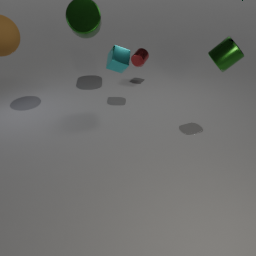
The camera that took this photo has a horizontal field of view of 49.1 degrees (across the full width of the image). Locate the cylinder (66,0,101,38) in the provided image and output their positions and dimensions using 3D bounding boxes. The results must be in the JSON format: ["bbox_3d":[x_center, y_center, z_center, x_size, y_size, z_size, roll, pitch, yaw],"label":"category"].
[{"bbox_3d":[-1.843,-4.607,11.850,1.400,1.400,1.400,-2,10,-4],"label":"cylinder"}]

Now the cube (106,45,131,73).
[{"bbox_3d":[-0.382,-2.666,10.911,0.700,0.700,0.700,14,69,-22],"label":"cube"}]

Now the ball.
[{"bbox_3d":[-4.484,-3.202,9.716,1.400,1.400,1.400,0,31,0],"label":"ball"}]

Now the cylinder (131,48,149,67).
[{"bbox_3d":[0.598,-3.506,13.958,0.700,0.700,0.700,14,47,22],"label":"cylinder"}]

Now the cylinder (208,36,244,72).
[{"bbox_3d":[2.695,-2.024,7.712,0.700,0.700,0.700,-38,20,24],"label":"cylinder"}]
